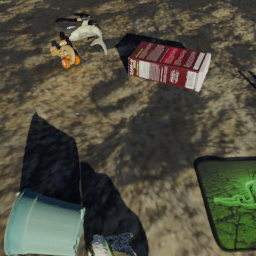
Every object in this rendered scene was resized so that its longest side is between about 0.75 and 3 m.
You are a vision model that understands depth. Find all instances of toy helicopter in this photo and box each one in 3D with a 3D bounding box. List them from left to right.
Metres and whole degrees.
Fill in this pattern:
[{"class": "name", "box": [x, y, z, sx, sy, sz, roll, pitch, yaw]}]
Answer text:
[{"class": "toy helicopter", "box": [-2.530, -2.924, 10.661, 1.503, 0.994, 0.593, 24, 43, 39]}]

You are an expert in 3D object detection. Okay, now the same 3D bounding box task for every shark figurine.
[{"class": "shark figurine", "box": [-1.442, -3.920, 11.955, 2.186, 0.912, 1.306, 29, 83, 38]}]

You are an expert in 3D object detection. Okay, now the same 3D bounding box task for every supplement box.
[{"class": "supplement box", "box": [1.468, -2.263, 10.029, 2.625, 0.799, 1.428, 17, 45, 17]}]

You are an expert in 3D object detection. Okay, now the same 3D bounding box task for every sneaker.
[{"class": "sneaker", "box": [0.170, 2.660, 4.610, 1.070, 0.929, 2.416, -14, 45, -26]}]

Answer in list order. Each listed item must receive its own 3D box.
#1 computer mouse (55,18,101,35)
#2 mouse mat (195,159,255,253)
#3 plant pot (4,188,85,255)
[{"class": "computer mouse", "box": [-2.249, -4.447, 12.333, 2.041, 0.470, 1.433, 1, 3, -4]}, {"class": "mouse mat", "box": [3.162, 1.589, 6.320, 2.917, 0.110, 2.347, -1, 42, -3]}, {"class": "plant pot", "box": [-1.490, 1.855, 5.309, 1.191, 1.216, 1.216, 11, 43, -1]}]
